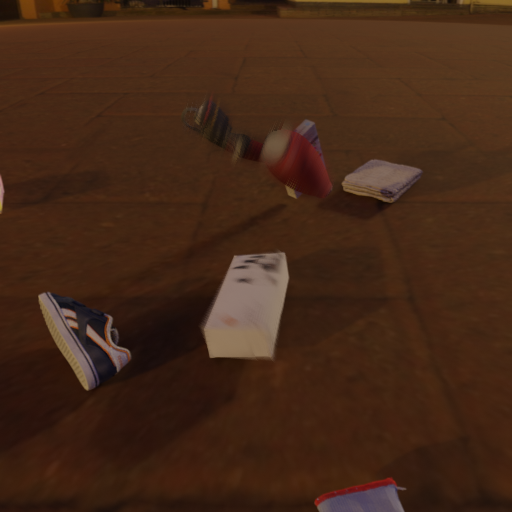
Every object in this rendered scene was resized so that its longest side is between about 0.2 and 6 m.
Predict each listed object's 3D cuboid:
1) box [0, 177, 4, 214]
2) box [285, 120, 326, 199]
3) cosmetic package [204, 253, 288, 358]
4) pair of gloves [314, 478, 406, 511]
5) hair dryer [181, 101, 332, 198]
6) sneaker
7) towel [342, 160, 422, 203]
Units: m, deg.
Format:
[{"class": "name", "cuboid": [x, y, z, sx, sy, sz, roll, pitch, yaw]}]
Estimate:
[{"class": "box", "cuboid": [-5.998, -1.305, 11.490, 1.379, 0.666, 1.213, -9, 30, -17]}, {"class": "box", "cuboid": [0.926, -1.978, 11.578, 0.270, 1.310, 1.021, 31, 68, 34]}, {"class": "cosmetic package", "cuboid": [-0.080, 0.622, 7.869, 0.831, 0.510, 2.013, -5, 26, 12]}, {"class": "pair of gloves", "cuboid": [0.549, 2.948, 3.998, 3.312, 0.377, 2.662, -9, 32, -14]}, {"class": "hair dryer", "cuboid": [0.171, -1.893, 9.735, 2.965, 0.806, 2.259, 31, 5, -16]}, {"class": "sneaker", "cuboid": [-2.230, 1.000, 7.265, 0.679, 0.670, 1.710, -24, 48, -29]}, {"class": "towel", "cuboid": [2.837, -1.702, 12.605, 1.278, 0.333, 1.929, 19, 33, 29]}]
